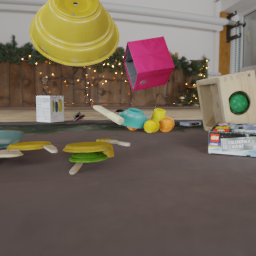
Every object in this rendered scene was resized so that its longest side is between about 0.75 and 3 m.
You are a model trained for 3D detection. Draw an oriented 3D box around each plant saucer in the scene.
[{"bbox_3d":[-2.875,0.287,5.278,1.742,0.239,1.742,-8,-6,-1],"label":"plant saucer"}]

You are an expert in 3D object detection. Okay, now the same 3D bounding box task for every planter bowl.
[{"bbox_3d":[-1.206,-2.544,6.465,2.155,2.155,0.898,-1,-29,-12],"label":"planter bowl"}]

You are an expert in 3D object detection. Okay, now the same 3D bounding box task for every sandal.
[{"bbox_3d":[-0.301,-0.603,13.661,0.876,0.630,2.207,-1,6,-13],"label":"sandal"}]

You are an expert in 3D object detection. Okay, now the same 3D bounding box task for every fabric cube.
[{"bbox_3d":[0.802,-2.589,11.448,1.535,1.540,1.510,-12,-18,-12],"label":"fabric cube"}]

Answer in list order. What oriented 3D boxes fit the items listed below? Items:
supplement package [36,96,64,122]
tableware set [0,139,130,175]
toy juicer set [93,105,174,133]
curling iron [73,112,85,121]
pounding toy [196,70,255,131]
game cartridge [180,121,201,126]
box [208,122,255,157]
[{"bbox_3d":[-3.856,-0.957,13.914,0.964,1.280,0.971,3,7,31],"label":"supplement package"},{"bbox_3d":[-1.363,0.462,4.696,2.553,0.392,1.720,-4,4,-26],"label":"tableware set"},{"bbox_3d":[0.271,-0.160,9.551,2.747,0.747,1.747,3,21,-19],"label":"toy juicer set"},{"bbox_3d":[-2.599,-0.621,15.349,0.511,0.263,2.061,-40,0,3],"label":"curling iron"},{"bbox_3d":[3.468,-0.681,8.809,1.604,2.077,2.256,-12,7,-7],"label":"pounding toy"},{"bbox_3d":[2.654,-0.193,11.997,0.873,0.177,0.582,-5,11,-40],"label":"game cartridge"},{"bbox_3d":[2.772,0.208,6.317,1.656,0.482,2.418,2,6,21],"label":"box"}]
